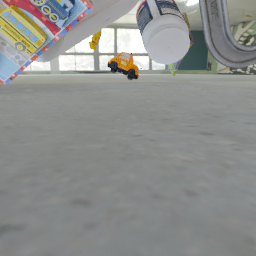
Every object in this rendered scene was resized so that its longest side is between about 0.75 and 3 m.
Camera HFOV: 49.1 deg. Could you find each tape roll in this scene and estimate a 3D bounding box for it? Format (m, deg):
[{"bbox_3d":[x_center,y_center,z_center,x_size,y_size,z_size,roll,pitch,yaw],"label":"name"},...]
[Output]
[{"bbox_3d":[-1.080,-2.271,3.683,2.343,2.343,1.608,12,46,43],"label":"tape roll"}]

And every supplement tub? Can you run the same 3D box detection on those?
[{"bbox_3d":[0.880,-2.572,7.252,1.182,1.182,1.684,-2,51,-8],"label":"supplement tub"}]

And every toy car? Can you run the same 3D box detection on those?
[{"bbox_3d":[-0.186,-1.744,6.590,0.906,0.615,1.848,21,-5,16],"label":"toy car"}]

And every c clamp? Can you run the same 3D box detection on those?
[{"bbox_3d":[2.020,-2.308,4.143,2.295,2.686,0.364,-11,14,-15],"label":"c clamp"}]

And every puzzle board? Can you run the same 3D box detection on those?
[{"bbox_3d":[-1.536,-1.358,2.501,1.506,1.999,0.174,-31,39,25],"label":"puzzle board"}]

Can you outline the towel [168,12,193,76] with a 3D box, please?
[{"bbox_3d":[1.678,-2.735,9.312,0.204,1.286,1.790,-3,-26,-13],"label":"towel"}]
